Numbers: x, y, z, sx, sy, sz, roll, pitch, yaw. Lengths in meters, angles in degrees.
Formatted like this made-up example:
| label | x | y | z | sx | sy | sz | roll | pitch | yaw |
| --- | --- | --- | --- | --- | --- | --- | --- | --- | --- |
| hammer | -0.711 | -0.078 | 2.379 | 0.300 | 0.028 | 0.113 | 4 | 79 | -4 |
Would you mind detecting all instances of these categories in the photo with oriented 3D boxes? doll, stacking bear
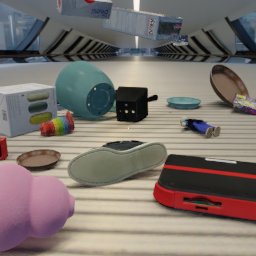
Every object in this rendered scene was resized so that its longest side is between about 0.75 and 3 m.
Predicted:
| label | x | y | z | sx | sy | sz | roll | pitch | yaw |
| --- | --- | --- | --- | --- | --- | --- | --- | --- | --- |
| doll | 2.641 | -0.116 | 10.886 | 1.285 | 0.456 | 1.883 | -6 | 18 | -24 |
| stacking bear | -2.684 | -0.070 | 10.452 | 1.221 | 0.741 | 0.694 | -17 | 63 | -27 |

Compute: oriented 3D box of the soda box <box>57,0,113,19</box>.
| label | x | y | z | sx | sy | sz | roll | pitch | yaw |
| --- | --- | --- | --- | --- | --- | --- | --- | --- | --- |
| soda box | -1.425 | -4.050 | 9.274 | 1.749 | 0.597 | 0.555 | -7 | 43 | -29 |

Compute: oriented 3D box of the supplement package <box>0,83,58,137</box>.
| label | x | y | z | sx | sy | sz | roll | pitch | yaw |
| --- | --- | --- | --- | --- | --- | --- | --- | --- | --- |
| supplement package | -4.167 | -0.806 | 11.095 | 1.618 | 1.630 | 2.148 | 13 | 22 | 36 |

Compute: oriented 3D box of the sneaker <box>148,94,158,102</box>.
| label | x | y | z | sx | sy | sz | roll | pitch | yaw |
| --- | --- | --- | --- | --- | --- | --- | --- | --- | --- |
| sneaker | 1.333 | -1.765 | 16.427 | 0.993 | 0.376 | 0.435 | -15 | 17 | -40 |

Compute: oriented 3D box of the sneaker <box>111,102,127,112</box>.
| label | x | y | z | sx | sy | sz | roll | pitch | yaw |
| --- | --- | --- | --- | --- | --- | --- | --- | --- | --- |
| sneaker | -0.478 | -1.482 | 14.628 | 1.267 | 0.791 | 2.149 | 14 | 24 | 22 |

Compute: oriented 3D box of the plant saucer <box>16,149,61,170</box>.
| label | x | y | z | sx | sy | sz | roll | pitch | yaw |
| --- | --- | --- | --- | --- | --- | --- | --- | --- | --- |
| plant saucer | -2.533 | 0.913 | 7.981 | 1.233 | 0.212 | 1.233 | 1 | 17 | 0 |

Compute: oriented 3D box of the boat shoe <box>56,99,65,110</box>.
| label | x | y | z | sx | sy | sz | roll | pitch | yaw |
| --- | --- | --- | --- | --- | --- | --- | --- | --- | --- |
| boat shoe | -3.367 | -1.569 | 14.634 | 2.967 | 1.013 | 1.095 | -12 | 21 | -34 |

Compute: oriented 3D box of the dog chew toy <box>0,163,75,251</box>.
| label | x | y | z | sx | sy | sz | roll | pitch | yaw |
| --- | --- | --- | --- | --- | --- | --- | --- | --- | --- |
| dog chew toy | -2.238 | 1.276 | 4.651 | 2.657 | 1.655 | 1.655 | 4 | 16 | -15 |

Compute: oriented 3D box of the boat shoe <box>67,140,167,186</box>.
| label | x | y | z | sx | sy | sz | roll | pitch | yaw |
| --- | --- | --- | --- | --- | --- | --- | --- | --- | --- |
| boat shoe | -0.307 | 0.790 | 7.191 | 2.550 | 0.953 | 0.846 | -15 | 10 | -17 |

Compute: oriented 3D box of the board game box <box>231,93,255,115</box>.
| label | x | y | z | sx | sy | sz | roll | pitch | yaw |
| --- | --- | --- | --- | --- | --- | --- | --- | --- | --- |
| board game box | 5.982 | -1.237 | 14.190 | 1.312 | 0.353 | 2.186 | 18 | 24 | 18 |

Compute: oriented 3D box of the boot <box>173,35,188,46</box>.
| label | x | y | z | sx | sy | sz | roll | pitch | yaw |
| --- | --- | --- | --- | --- | --- | --- | --- | --- | --- |
| boot | 2.427 | -4.022 | 12.853 | 0.347 | 0.431 | 0.955 | -6 | 14 | -30 |

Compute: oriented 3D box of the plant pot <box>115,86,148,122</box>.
| label | x | y | z | sx | sy | sz | roll | pitch | yaw |
| --- | --- | --- | --- | --- | --- | --- | --- | --- | --- |
| plant pot | 0.084 | -0.959 | 12.357 | 1.390 | 1.393 | 1.236 | 5 | 29 | 15 |

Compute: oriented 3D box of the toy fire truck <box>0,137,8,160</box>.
| label | x | y | z | sx | sy | sz | roll | pitch | yaw |
| --- | --- | --- | --- | --- | --- | --- | --- | --- | --- |
| toy fire truck | -4.972 | 0.465 | 8.710 | 2.573 | 0.627 | 1.815 | -2 | 17 | -8 |

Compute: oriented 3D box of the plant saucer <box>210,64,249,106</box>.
| label | x | y | z | sx | sy | sz | roll | pitch | yaw |
| --- | --- | --- | --- | --- | --- | --- | --- | --- | --- |
| plant saucer | 5.467 | -2.256 | 15.327 | 2.777 | 2.777 | 0.478 | -14 | -20 | -37 |

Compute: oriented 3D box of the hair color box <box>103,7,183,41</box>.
| label | x | y | z | sx | sy | sz | roll | pitch | yaw |
| --- | --- | --- | --- | --- | --- | --- | --- | --- | --- |
| hair color box | 0.507 | -4.139 | 11.071 | 1.453 | 0.890 | 2.935 | -16 | 34 | -42 |

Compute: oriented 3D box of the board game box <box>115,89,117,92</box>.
| label | x | y | z | sx | sy | sz | roll | pitch | yaw |
| --- | --- | --- | --- | --- | --- | --- | --- | --- | --- |
| board game box | -0.356 | -1.997 | 16.625 | 1.117 | 0.670 | 0.180 | -12 | 22 | -33 |

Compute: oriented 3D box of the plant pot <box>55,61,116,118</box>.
| label | x | y | z | sx | sy | sz | roll | pitch | yaw |
| --- | --- | --- | --- | --- | --- | --- | --- | --- | --- |
| plant pot | -1.720 | -1.585 | 12.590 | 2.473 | 2.473 | 1.984 | -13 | 31 | -37 |

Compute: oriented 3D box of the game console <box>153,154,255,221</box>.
| label | x | y | z | sx | sy | sz | roll | pitch | yaw |
| --- | --- | --- | --- | --- | --- | --- | --- | --- | --- |
| game console | 2.206 | 1.278 | 6.590 | 2.954 | 0.458 | 2.612 | 5 | 12 | 15 |

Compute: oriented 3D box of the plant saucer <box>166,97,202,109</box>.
| label | x | y | z | sx | sy | sz | roll | pitch | yaw |
| --- | --- | --- | --- | --- | --- | --- | --- | --- | --- |
| plant saucer | 2.986 | -1.343 | 15.067 | 1.886 | 0.339 | 1.886 | 0 | 16 | 0 |
